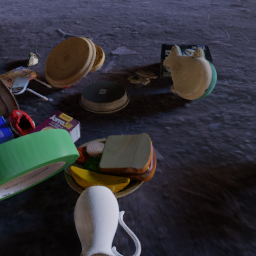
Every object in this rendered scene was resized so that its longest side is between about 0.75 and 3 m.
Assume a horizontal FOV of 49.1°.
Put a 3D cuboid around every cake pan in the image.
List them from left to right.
[{"bbox_3d":[-0.954,-1.296,11.143,1.999,0.367,1.999,0,38,0],"label":"cake pan"}]

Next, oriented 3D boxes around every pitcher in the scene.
[{"bbox_3d":[-0.484,2.164,6.216,1.420,1.004,1.655,-1,47,-6],"label":"pitcher"}]

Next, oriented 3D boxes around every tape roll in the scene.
[{"bbox_3d":[-2.491,0.957,6.301,2.773,2.773,0.666,-24,81,-28],"label":"tape roll"},{"bbox_3d":[-1.765,-3.236,12.879,1.306,1.306,0.431,22,43,26],"label":"tape roll"}]

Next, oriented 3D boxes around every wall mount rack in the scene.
[{"bbox_3d":[-4.030,-1.613,11.379,1.557,0.668,1.792,-5,38,-1],"label":"wall mount rack"}]

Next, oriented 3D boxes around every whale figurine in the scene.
[{"bbox_3d":[2.483,-2.239,11.258,1.333,2.044,2.569,4,39,-38],"label":"whale figurine"}]

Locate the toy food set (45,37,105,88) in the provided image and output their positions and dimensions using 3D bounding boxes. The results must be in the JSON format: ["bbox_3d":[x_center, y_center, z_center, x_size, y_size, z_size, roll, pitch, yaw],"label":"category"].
[{"bbox_3d":[-2.466,-2.884,12.135,2.640,0.642,2.613,-47,57,-1],"label":"toy food set"}]

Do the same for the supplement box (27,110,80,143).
[{"bbox_3d":[-2.254,0.272,8.572,0.938,0.739,1.432,26,49,17],"label":"supplement box"}]

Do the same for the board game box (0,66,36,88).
[{"bbox_3d":[-4.937,-2.281,12.463,0.990,0.303,1.307,24,44,28],"label":"board game box"}]

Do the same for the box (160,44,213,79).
[{"bbox_3d":[2.626,-3.086,12.966,2.229,0.960,1.826,4,38,5],"label":"box"}]

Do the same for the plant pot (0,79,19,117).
[{"bbox_3d":[-4.875,-0.841,9.826,1.438,1.452,1.452,-36,50,-26],"label":"plant pot"}]

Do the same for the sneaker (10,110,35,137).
[{"bbox_3d":[-3.451,-0.180,9.305,0.755,0.833,1.961,-23,43,-27],"label":"sneaker"}]

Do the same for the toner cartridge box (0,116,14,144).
[{"bbox_3d":[-4.936,0.577,8.538,2.642,0.570,1.255,-23,44,-26],"label":"toner cartridge box"}]

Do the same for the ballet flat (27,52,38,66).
[{"bbox_3d":[-4.707,-3.398,13.879,0.475,0.428,1.261,7,32,-21],"label":"ballet flat"}]

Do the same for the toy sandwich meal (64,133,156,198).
[{"bbox_3d":[-0.515,0.893,7.850,2.647,0.907,2.647,0,38,0],"label":"toy sandwich meal"}]

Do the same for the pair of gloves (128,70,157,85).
[{"bbox_3d":[0.648,-2.236,12.497,1.020,0.210,1.199,18,39,27],"label":"pair of gloves"}]
